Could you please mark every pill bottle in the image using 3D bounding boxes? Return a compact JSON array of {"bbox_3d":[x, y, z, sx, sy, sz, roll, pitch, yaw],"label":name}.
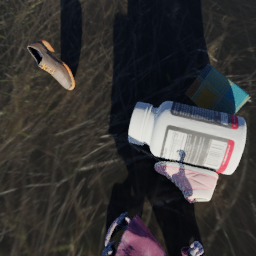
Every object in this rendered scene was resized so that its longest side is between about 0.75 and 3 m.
[{"bbox_3d":[1.546,0.161,7.744,2.913,1.613,1.613,14,57,9],"label":"pill bottle"}]

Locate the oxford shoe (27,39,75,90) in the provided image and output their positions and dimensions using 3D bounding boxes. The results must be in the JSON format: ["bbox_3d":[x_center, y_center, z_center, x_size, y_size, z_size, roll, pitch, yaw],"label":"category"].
[{"bbox_3d":[-2.598,-2.035,9.424,1.988,0.709,0.725,50,40,-1],"label":"oxford shoe"}]

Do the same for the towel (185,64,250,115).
[{"bbox_3d":[2.685,-0.997,8.576,0.186,1.254,1.710,2,41,-49],"label":"towel"}]

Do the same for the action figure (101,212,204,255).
[{"bbox_3d":[0.684,3.265,6.004,2.834,2.110,1.898,36,65,-1],"label":"action figure"}]

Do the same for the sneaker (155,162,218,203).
[{"bbox_3d":[1.445,1.458,7.444,1.708,0.643,0.893,11,71,21],"label":"sneaker"}]
